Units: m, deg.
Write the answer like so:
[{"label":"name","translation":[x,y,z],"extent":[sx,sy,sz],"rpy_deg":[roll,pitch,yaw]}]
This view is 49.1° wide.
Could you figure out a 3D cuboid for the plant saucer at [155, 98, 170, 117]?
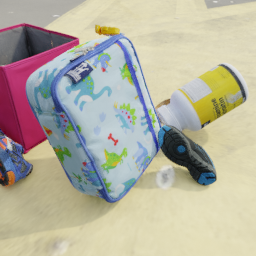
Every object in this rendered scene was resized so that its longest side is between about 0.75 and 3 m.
[{"label":"plant saucer","translation":[1.183,-0.586,8.483],"extent":[0.872,0.154,0.872],"rpy_deg":[-25,30,15]}]

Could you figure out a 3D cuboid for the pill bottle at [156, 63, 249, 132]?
[{"label":"pill bottle","translation":[1.871,-0.660,7.263],"extent":[2.147,1.202,1.202],"rpy_deg":[-32,40,1]}]

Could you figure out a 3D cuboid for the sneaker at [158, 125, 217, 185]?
[{"label":"sneaker","translation":[1.320,0.543,6.319],"extent":[1.703,0.623,0.697],"rpy_deg":[47,30,-10]}]

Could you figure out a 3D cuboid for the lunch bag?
[{"label":"lunch bag","translation":[-0.445,-0.231,5.706],"extent":[1.215,2.946,2.368],"rpy_deg":[5,36,39]}]

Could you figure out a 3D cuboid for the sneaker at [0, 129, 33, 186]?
[{"label":"sneaker","translation":[-2.930,0.554,6.685],"extent":[0.765,0.735,1.952],"rpy_deg":[-6,49,-47]}]

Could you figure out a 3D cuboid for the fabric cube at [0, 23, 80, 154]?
[{"label":"fabric cube","translation":[-2.824,-1.214,7.672],"extent":[2.409,2.401,2.363],"rpy_deg":[24,41,29]}]

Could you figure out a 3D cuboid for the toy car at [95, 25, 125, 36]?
[{"label":"toy car","translation":[-0.311,-2.034,8.720],"extent":[0.872,1.285,2.621],"rpy_deg":[10,-8,13]}]
